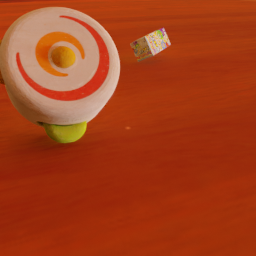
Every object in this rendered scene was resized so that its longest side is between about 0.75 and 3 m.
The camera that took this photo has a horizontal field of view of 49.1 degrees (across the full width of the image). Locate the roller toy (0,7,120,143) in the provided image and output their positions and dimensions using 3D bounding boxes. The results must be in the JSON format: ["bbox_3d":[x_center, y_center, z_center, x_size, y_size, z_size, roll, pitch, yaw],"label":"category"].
[{"bbox_3d":[-1.554,-1.322,6.415,2.741,1.915,2.500,42,70,-5],"label":"roller toy"}]

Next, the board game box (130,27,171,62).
[{"bbox_3d":[1.000,-3.642,12.189,0.871,0.855,1.661,-13,20,42],"label":"board game box"}]
